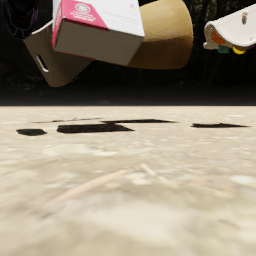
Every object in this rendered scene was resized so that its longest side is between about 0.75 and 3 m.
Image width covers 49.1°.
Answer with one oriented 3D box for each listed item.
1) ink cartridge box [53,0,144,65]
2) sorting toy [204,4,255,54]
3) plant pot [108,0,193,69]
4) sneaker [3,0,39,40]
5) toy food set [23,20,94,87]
[{"bbox_3d":[-0.798,-2.993,6.818,1.918,2.598,1.112,4,-27,-23],"label":"ink cartridge box"},{"bbox_3d":[3.039,-2.654,7.948,1.999,1.068,1.800,-24,8,-5],"label":"sorting toy"},{"bbox_3d":[0.452,-3.027,9.472,2.571,2.396,2.396,-13,9,-17],"label":"plant pot"},{"bbox_3d":[-2.257,-2.549,5.844,0.753,0.837,2.147,7,-32,-18],"label":"sneaker"},{"bbox_3d":[-2.156,-3.182,10.130,0.900,2.137,2.979,20,57,34],"label":"toy food set"}]
